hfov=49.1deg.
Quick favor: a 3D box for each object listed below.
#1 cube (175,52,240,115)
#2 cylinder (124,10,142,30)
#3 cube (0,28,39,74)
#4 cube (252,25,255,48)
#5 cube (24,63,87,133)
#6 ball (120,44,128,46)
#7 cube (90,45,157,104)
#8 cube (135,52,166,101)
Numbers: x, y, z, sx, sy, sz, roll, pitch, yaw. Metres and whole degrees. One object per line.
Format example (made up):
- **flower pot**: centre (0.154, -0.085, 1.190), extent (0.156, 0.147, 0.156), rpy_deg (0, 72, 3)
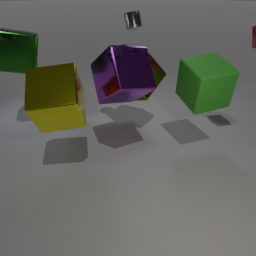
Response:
- **cube**: centre (2.595, -1.515, 9.421), extent (1.400, 1.400, 1.400), rpy_deg (-14, 44, -15)
- **cylinder**: centre (0.217, -4.753, 12.349), extent (0.700, 0.700, 0.700), rpy_deg (-11, 19, 4)
- **cube**: centre (-4.123, -2.883, 10.499), extent (1.400, 1.400, 1.400), rpy_deg (3, 21, -18)
- **cube**: centre (4.474, -2.940, 8.907), extent (0.700, 0.700, 0.700), rpy_deg (-2, 5, -18)
- **cube**: centre (-2.051, -0.838, 8.118), extent (1.400, 1.400, 1.400), rpy_deg (-8, 64, -1)
- **ball**: centre (-0.176, -3.340, 12.369), extent (0.700, 0.700, 0.700), rpy_deg (0, 28, 0)
- **cube**: centre (-0.169, -1.656, 8.904), extent (1.400, 1.400, 1.400), rpy_deg (-8, -9, -34)
- **cube**: centre (0.335, -2.034, 10.973), extent (1.400, 1.400, 1.400), rpy_deg (-53, 25, -15)
